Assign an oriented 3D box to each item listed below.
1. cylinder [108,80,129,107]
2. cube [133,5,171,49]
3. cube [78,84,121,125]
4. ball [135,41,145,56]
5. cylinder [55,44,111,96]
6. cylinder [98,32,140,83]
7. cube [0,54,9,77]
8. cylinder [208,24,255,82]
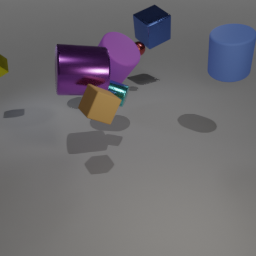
[{"bbox_3d":[-0.394,-1.106,8.881,0.700,0.700,0.700,19,31,3],"label":"cylinder"},{"bbox_3d":[1.248,-5.210,14.446,1.400,1.400,1.400,-30,55,-15],"label":"cube"},{"bbox_3d":[-0.725,-0.601,7.064,0.700,0.700,0.700,16,15,-36],"label":"cube"},{"bbox_3d":[0.507,-3.881,13.720,0.700,0.700,0.700,0,29,0],"label":"ball"},{"bbox_3d":[-1.322,-1.622,7.952,1.400,1.400,1.400,-1,28,-17],"label":"cylinder"},{"bbox_3d":[-0.514,-2.271,9.558,1.400,1.400,1.400,16,56,-24],"label":"cylinder"},{"bbox_3d":[-5.136,-2.417,10.768,0.700,0.700,0.700,-24,64,15],"label":"cube"},{"bbox_3d":[3.375,-2.470,9.225,1.400,1.400,1.400,-6,44,6],"label":"cylinder"}]
